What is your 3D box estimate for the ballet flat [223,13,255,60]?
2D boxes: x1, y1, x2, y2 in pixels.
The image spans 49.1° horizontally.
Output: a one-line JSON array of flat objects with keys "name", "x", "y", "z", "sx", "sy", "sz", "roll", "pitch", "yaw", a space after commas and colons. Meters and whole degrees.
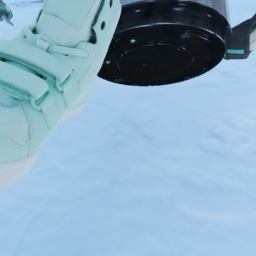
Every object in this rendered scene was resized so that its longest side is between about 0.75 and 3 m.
[{"name": "ballet flat", "x": 2.594, "y": -1.857, "z": 5.358, "sx": 2.146, "sy": 0.730, "sz": 0.734, "roll": -39, "pitch": 41, "yaw": -22}]

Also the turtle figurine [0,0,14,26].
[{"name": "turtle figurine", "x": -2.850, "y": -2.126, "z": 4.497, "sx": 1.572, "sy": 1.057, "sz": 2.100, "roll": -16, "pitch": 6, "yaw": -3}]

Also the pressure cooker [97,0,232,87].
[{"name": "pressure cooker", "x": 0.422, "y": -2.385, "z": 4.801, "sx": 2.489, "sy": 2.527, "sz": 2.829, "roll": 2, "pitch": 77, "yaw": -21}]

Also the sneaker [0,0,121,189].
[{"name": "sneaker", "x": -0.874, "y": -0.748, "z": 2.472, "sx": 1.093, "sy": 1.753, "sz": 2.971, "roll": 24, "pitch": 21, "yaw": 0}]
